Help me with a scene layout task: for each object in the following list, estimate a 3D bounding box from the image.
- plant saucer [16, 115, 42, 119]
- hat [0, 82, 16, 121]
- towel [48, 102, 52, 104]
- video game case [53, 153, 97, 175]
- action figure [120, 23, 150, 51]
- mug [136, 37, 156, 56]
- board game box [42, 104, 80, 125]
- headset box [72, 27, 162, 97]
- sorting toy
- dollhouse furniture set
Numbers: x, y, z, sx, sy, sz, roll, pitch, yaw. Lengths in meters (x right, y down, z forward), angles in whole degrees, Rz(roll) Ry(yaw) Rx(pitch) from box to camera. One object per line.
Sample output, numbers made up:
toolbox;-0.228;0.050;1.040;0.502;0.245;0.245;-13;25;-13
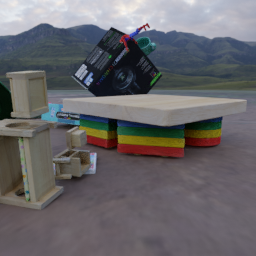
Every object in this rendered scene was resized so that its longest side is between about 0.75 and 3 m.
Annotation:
plant saucer;-3.886;-0.591;11.282;1.888;0.259;1.888;-1;9;0
hat;-2.747;0.670;3.781;2.408;2.559;2.907;-9;-23;-10
towel;-4.545;-0.935;12.049;2.188;0.246;1.582;-6;1;6
video game case;-0.891;0.585;4.699;0.708;0.086;0.991;-1;9;-5
action figure;0.185;-2.363;7.446;0.971;0.480;0.317;-11;22;42
mug;0.600;-2.849;10.062;0.636;0.479;0.774;-38;51;-5
board game box;-1.197;-0.385;8.588;2.349;0.551;1.773;7;5;38
headset box;-0.254;-1.721;9.466;1.110;2.084;2.393;42;3;40
sorting toy;0.587;-0.136;6.189;2.911;1.013;2.894;-9;14;-44
dollhouse furniture set;-1.151;0.011;3.598;0.825;1.485;1.313;3;15;18
